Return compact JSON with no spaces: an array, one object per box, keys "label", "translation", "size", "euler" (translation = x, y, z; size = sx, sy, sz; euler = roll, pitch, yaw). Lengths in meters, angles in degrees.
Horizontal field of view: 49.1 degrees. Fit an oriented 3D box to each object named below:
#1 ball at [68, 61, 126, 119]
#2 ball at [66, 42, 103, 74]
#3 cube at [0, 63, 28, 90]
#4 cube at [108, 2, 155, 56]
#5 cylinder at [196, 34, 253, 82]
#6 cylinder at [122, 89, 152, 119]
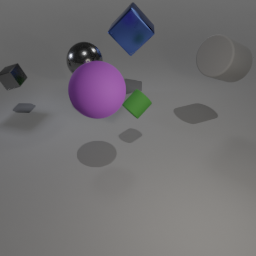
[{"label":"ball","translation":[-0.752,-0.927,6.862],"size":[1.400,1.400,1.400],"euler":[0,31,0]},{"label":"ball","translation":[-1.675,-2.612,10.854],"size":[1.400,1.400,1.400],"euler":[0,31,0]},{"label":"cube","translation":[-4.575,-2.020,11.077],"size":[0.700,0.700,0.700],"euler":[-10,39,22]},{"label":"cube","translation":[0.168,-4.237,11.991],"size":[1.400,1.400,1.400],"euler":[-38,22,25]},{"label":"cylinder","translation":[3.317,-2.359,9.662],"size":[1.400,1.400,1.400],"euler":[2,23,-43]},{"label":"cylinder","translation":[0.293,-0.779,9.089],"size":[0.700,0.700,0.700],"euler":[-47,41,0]}]
